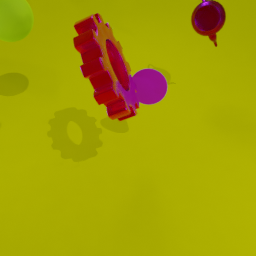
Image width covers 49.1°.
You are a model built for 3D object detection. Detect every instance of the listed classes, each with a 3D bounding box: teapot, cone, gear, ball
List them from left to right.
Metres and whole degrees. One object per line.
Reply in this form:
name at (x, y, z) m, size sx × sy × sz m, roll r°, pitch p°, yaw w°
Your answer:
ball at (-2.966, -2.754, 6.943) m, size 1.194 × 1.194 × 1.194 m, roll 0°, pitch 51°, yaw 0°
gear at (-0.342, -1.122, 5.318) m, size 0.367 × 1.982 × 1.982 m, roll -19°, pitch 49°, yaw 16°
cone at (0.535, -1.159, 6.898) m, size 0.888 × 0.888 × 0.892 m, roll 7°, pitch 30°, yaw 6°
teapot at (2.232, -2.949, 7.688) m, size 0.918 × 1.476 × 0.723 m, roll -12°, pitch 11°, yaw 26°
